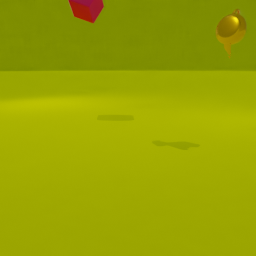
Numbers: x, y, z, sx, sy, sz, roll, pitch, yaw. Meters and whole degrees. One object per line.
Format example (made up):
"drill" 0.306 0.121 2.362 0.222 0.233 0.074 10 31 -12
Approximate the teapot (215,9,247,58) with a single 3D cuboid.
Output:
"teapot" 2.345 -2.150 6.310 0.680 1.094 0.535 15 4 42

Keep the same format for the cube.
"cube" -1.586 -4.791 10.758 0.920 0.920 0.920 24 -16 12
